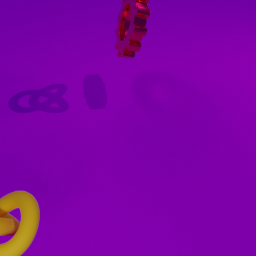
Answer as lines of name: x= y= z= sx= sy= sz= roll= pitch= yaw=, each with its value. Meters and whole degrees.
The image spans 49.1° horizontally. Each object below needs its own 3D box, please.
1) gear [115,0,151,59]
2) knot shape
gear: x=0.069 y=-2.619 z=7.038 sx=0.313 sy=1.693 sz=1.693 roll=5 pitch=42 yaw=-20
knot shape: x=-1.749 y=1.198 z=3.197 sx=1.305 sy=0.603 sz=1.221 roll=-7 pitch=9 yaw=40
